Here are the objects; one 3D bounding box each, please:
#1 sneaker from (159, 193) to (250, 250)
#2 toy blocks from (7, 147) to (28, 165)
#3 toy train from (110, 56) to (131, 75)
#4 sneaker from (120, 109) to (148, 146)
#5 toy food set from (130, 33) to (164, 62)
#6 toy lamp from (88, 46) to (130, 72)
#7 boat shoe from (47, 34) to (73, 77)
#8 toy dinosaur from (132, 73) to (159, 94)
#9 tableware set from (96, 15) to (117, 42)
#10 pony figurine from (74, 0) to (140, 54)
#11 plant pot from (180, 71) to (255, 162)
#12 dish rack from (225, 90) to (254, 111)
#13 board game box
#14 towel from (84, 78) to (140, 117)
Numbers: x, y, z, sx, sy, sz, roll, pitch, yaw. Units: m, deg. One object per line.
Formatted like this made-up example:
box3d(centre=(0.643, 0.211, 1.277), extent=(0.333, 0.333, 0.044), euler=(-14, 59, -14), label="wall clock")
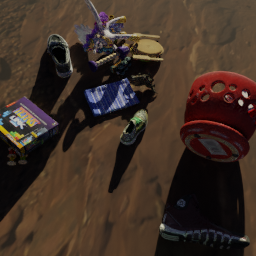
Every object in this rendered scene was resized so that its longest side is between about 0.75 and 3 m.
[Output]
box3d(centre=(2.474, 2.907, 9.094), extent=(2.776, 1.050, 1.604), euler=(8, 54, 6), label="sneaker")
box3d(centre=(-4.229, 0.951, 10.775), extent=(0.740, 0.322, 0.888), euler=(-6, 58, -5), label="toy blocks")
box3d(centre=(-0.329, -3.001, 13.313), extent=(0.670, 0.501, 1.176), euler=(20, 59, 24), label="toy train")
box3d(centre=(0.294, -0.141, 11.213), extent=(0.693, 0.798, 1.801), euler=(23, 60, 14), label="sneaker")
box3d(centre=(0.933, -3.872, 13.944), extent=(1.667, 0.485, 2.414), euler=(5, 46, -3), label="toy food set")
box3d(centre=(-0.808, -3.155, 12.667), extent=(2.047, 0.596, 0.596), euler=(-32, 62, -23), label="toy lamp")
box3d(centre=(-3.368, -3.739, 13.473), extent=(1.051, 0.972, 2.846), euler=(-12, 57, -7), label="boat shoe")
box3d(centre=(0.879, -2.072, 12.527), extent=(1.396, 0.714, 0.537), euler=(32, 84, -18), label="toy dinosaur")
box3d(centre=(-1.089, -5.292, 14.898), extent=(1.377, 0.314, 2.044), euler=(4, 56, 2), label="tableware set")
box3d(centre=(-1.230, -4.730, 13.679), extent=(2.817, 2.346, 2.720), euler=(-18, 67, -29), label="pony figurine")
box3d(centre=(3.294, -0.283, 10.249), extent=(2.727, 2.727, 2.484), euler=(21, 67, 13), label="plant pot")
box3d(centre=(5.043, -1.266, 12.280), extent=(1.090, 0.277, 1.270), euler=(-22, 60, -15), label="dish rack")
box3d(centre=(-4.152, -0.112, 11.113), extent=(2.197, 0.623, 1.816), euler=(35, 53, 21), label="board game box")
box3d(centre=(-0.744, -1.386, 12.356), extent=(2.126, 0.254, 1.540), euler=(-18, 59, -12), label="towel")
